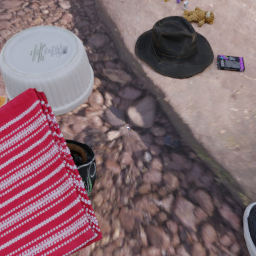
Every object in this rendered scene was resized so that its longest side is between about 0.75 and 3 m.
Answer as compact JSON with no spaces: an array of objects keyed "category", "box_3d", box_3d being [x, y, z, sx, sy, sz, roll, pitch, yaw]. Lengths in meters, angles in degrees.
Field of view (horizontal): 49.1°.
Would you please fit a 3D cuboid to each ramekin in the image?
[{"category":"ramekin","box_3d":[-2.399,-1.788,8.252,2.686,1.410,2.686,0,54,0]}]

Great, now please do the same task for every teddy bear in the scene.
[{"category":"teddy bear","box_3d":[2.670,-4.247,10.611,1.224,0.409,0.887,19,59,13]}]

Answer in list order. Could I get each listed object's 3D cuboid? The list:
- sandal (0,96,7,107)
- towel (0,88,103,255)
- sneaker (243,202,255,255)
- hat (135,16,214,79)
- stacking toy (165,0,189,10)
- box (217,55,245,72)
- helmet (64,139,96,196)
[{"category":"sandal","box_3d":[-4.165,-0.648,8.079,1.295,0.371,0.496,-24,58,-16]},{"category":"towel","box_3d":[-1.726,0.869,4.425,1.924,0.299,2.660,-30,73,8]},{"category":"sneaker","box_3d":[3.177,2.514,5.077,1.069,1.613,2.834,-10,55,-7]},{"category":"hat","box_3d":[1.607,-2.991,9.295,2.779,1.121,2.779,0,54,0]},{"category":"stacking toy","box_3d":[2.261,-5.410,11.490,1.008,0.314,1.338,35,61,22]},{"category":"box","box_3d":[3.396,-2.145,9.276,0.858,0.155,0.613,8,54,4]},{"category":"helmet","box_3d":[-1.422,1.110,6.200,1.490,1.420,1.490,16,22,-6]}]
